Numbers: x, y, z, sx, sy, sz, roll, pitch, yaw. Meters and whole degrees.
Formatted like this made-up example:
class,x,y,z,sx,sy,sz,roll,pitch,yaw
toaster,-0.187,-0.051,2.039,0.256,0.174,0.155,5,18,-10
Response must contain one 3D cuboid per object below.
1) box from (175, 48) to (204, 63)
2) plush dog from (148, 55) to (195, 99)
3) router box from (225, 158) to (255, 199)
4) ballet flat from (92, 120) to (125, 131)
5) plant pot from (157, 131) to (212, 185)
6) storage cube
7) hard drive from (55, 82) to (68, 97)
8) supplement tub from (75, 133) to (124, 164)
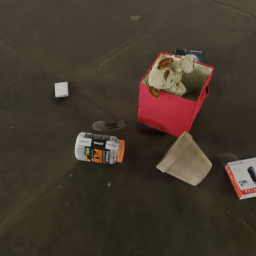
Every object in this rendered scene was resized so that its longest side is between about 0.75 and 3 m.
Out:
class,x,y,z,sx,sy,sz,roll,pitch,yaw
box,3.116,-3.533,14.368,1.475,0.321,1.181,10,53,8
plush dog,1.334,-1.869,9.948,1.425,1.776,1.526,33,31,30
router box,4.515,1.792,10.200,1.471,0.359,1.320,-10,53,-7
ballet flat,-0.794,-0.085,11.741,1.371,0.318,0.462,-6,67,2
plant pot,2.095,1.216,10.029,1.469,1.693,1.693,40,60,6
storage cube,1.876,-1.296,11.389,2.545,2.288,2.176,22,55,15
hard drive,-3.120,-1.800,13.153,0.560,0.113,0.850,-9,52,-7
supplement tub,-1.038,0.774,10.559,1.721,1.054,1.054,6,52,5
